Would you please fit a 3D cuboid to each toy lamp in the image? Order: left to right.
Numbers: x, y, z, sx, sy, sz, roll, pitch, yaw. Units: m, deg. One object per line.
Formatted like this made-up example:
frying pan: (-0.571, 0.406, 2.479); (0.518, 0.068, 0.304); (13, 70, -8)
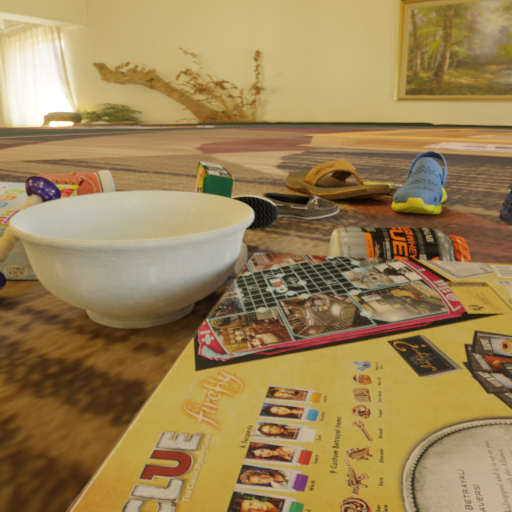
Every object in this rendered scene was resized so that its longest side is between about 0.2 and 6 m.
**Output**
toy lamp: (-3.192, -0.190, 7.178); (0.567, 0.567, 1.949); (5, 50, 16)

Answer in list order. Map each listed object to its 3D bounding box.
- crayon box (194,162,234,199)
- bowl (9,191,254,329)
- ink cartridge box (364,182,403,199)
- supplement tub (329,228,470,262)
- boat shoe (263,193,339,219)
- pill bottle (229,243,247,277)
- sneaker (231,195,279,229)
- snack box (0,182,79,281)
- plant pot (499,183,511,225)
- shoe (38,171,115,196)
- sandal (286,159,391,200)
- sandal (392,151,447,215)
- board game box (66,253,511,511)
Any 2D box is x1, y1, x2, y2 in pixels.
crayon box: (-0.755, -0.712, 8.920); (0.461, 1.363, 1.580); (8, 14, -12)
bowl: (-1.380, 0.050, 6.601); (2.713, 1.219, 2.713); (0, 16, 0)
ink cartridge box: (3.345, -1.737, 14.503); (1.226, 0.292, 1.241); (10, 21, 33)
supplement tub: (1.697, 0.129, 6.805); (1.554, 0.952, 0.952); (0, 16, 0)
boat shoe: (0.887, -1.075, 11.601); (1.622, 0.462, 0.542); (1, 31, 16)
pill bottle: (-0.700, -0.001, 7.842); (1.058, 0.632, 0.632); (6, 17, 20)
sneaker: (-0.525, -0.942, 11.007); (1.898, 0.668, 0.887); (-3, 22, -1)
snack box: (-4.124, -0.478, 8.716); (2.206, 0.885, 2.616); (2, 18, -5)
plant pot: (5.461, -1.027, 11.085); (0.896, 0.806, 0.896); (0, 17, 0)
shoe: (-3.795, -1.254, 11.702); (1.262, 0.992, 2.775); (-10, 13, -26)
sandal: (1.889, -1.990, 14.134); (1.406, 0.945, 3.501); (-9, 18, -28)
sandal: (3.707, -1.641, 12.537); (1.107, 1.213, 2.786); (8, 20, 19)
board game box: (0.965, 0.971, 4.252); (2.958, 0.755, 4.366); (3, 17, 11)
